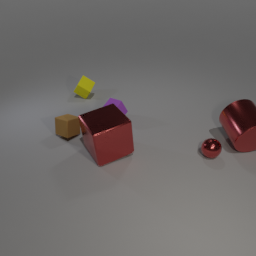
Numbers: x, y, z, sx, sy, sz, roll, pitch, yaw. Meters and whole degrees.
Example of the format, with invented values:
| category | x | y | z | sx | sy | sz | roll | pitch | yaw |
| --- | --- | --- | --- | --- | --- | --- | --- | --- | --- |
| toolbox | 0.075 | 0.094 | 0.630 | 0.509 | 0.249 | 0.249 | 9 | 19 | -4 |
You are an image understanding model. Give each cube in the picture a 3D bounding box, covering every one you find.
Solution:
| category | x | y | z | sx | sy | sz | roll | pitch | yaw |
| --- | --- | --- | --- | --- | --- | --- | --- | --- | --- |
| cube | -2.360 | -0.092 | 10.963 | 0.700 | 0.700 | 0.700 | 15 | 23 | 33 |
| cube | -0.750 | 0.213 | 9.801 | 1.400 | 1.400 | 1.400 | -21 | 39 | -20 |
| cube | -2.154 | -2.012 | 13.839 | 0.700 | 0.700 | 0.700 | 30 | 54 | -14 |
| cube | -0.575 | -0.756 | 11.941 | 0.700 | 0.700 | 0.700 | 20 | 65 | 40 |

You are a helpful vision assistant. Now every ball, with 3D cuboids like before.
| category | x | y | z | sx | sy | sz | roll | pitch | yaw |
| --- | --- | --- | --- | --- | --- | --- | --- | --- | --- |
| ball | 2.928 | 0.706 | 9.841 | 0.700 | 0.700 | 0.700 | 0 | 32 | 0 |

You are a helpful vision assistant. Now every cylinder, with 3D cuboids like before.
| category | x | y | z | sx | sy | sz | roll | pitch | yaw |
| --- | --- | --- | --- | --- | --- | --- | --- | --- | --- |
| cylinder | 4.243 | -0.085 | 10.153 | 1.400 | 1.400 | 1.400 | -6 | 47 | -10 |
